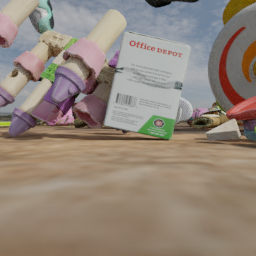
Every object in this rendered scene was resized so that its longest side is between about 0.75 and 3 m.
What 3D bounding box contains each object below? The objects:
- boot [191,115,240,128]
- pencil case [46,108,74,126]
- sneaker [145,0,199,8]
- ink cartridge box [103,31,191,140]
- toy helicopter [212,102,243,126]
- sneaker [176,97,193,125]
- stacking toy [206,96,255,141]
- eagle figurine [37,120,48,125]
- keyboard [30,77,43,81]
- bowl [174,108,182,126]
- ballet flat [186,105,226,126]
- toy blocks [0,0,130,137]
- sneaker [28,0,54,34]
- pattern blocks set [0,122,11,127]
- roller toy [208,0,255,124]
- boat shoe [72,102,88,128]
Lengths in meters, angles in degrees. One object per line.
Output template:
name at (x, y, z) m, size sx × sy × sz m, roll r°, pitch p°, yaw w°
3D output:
boot at (2.714, -0.190, 8.526) m, size 1.179 × 0.445 × 1.346 m, roll -14°, pitch -8°, yaw 32°
pencil case at (-2.929, -0.551, 12.898) m, size 0.860 × 0.899 × 2.078 m, roll -1°, pitch 0°, yaw 25°
sneaker at (1.029, -3.715, 7.596) m, size 2.269 × 0.754 × 1.027 m, roll 31°, pitch -13°, yaw 26°
ink cartridge box at (0.212, -0.474, 3.295) m, size 0.795 × 1.085 × 0.451 m, roll 13°, pitch 1°, yaw -2°
toy helicopter at (4.953, -0.968, 13.124) m, size 0.869 × 1.456 × 2.202 m, roll -1°, pitch 13°, yaw -42°
sneaker at (1.043, -0.607, 10.012) m, size 2.985 × 1.127 × 1.699 m, roll -2°, pitch 2°, yaw 34°
stacking toy at (1.514, 0.041, 2.683) m, size 1.136 × 0.530 × 1.255 m, roll -31°, pitch 13°, yaw -28°
eagle figurine at (-4.455, -0.335, 14.743) m, size 0.628 × 0.625 × 0.828 m, roll -38°, pitch 39°, yaw 0°
keyboard at (-3.580, -1.963, 11.268) m, size 1.182 × 0.152 × 0.710 m, roll 5°, pitch -2°, yaw 15°
bowl at (0.663, -0.284, 8.172) m, size 1.629 × 0.609 × 1.631 m, roll 1°, pitch 2°, yaw 26°
ballet flat at (3.571, -0.426, 11.526) m, size 2.721 × 0.941 × 0.968 m, roll -7°, pitch 24°, yaw -36°
toy blocks at (-0.967, -0.462, 3.930) m, size 1.900 × 1.711 × 2.033 m, roll 23°, pitch -21°, yaw 24°
sneaker at (-2.424, -2.652, 5.162) m, size 1.643 × 2.349 × 0.913 m, roll -20°, pitch -2°, yaw -5°
pattern blocks set at (-4.921, -0.134, 10.318) m, size 2.353 × 0.191 × 2.069 m, roll -1°, pitch 2°, yaw -37°
roller toy at (3.086, -1.318, 5.811) m, size 2.532 × 2.775 × 1.939 m, roll 20°, pitch 24°, yaw 33°
boat shoe at (-0.673, -0.838, 8.433) m, size 2.595 × 0.876 × 0.934 m, roll -23°, pitch -8°, yaw 23°
